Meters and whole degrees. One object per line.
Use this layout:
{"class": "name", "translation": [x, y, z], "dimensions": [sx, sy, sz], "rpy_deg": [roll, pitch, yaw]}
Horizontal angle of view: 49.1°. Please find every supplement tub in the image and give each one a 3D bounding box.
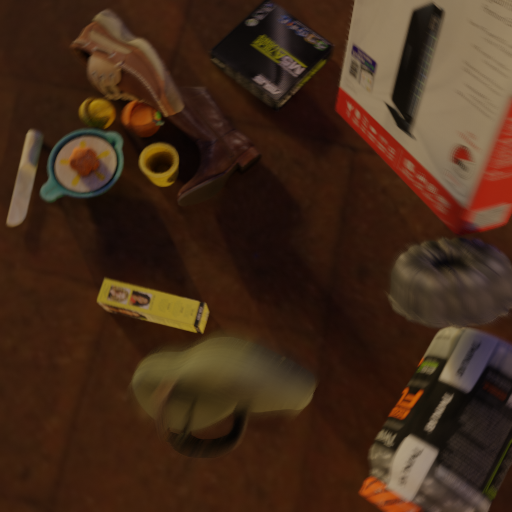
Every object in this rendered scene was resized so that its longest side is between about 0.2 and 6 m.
{"class": "supplement tub", "translation": [2.792, 2.576, 8.060], "dimensions": [1.715, 1.715, 2.799], "rpy_deg": [33, 75, 10]}

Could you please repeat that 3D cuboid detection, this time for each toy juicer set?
{"class": "toy juicer set", "translation": [-3.073, -1.911, 9.911], "dimensions": [3.181, 0.866, 2.024], "rpy_deg": [-15, 73, -4]}

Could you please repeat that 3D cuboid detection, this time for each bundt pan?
{"class": "bundt pan", "translation": [2.506, 0.249, 7.227], "dimensions": [1.614, 1.614, 0.606], "rpy_deg": [-14, 114, -4]}

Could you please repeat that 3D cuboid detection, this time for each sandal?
{"class": "sandal", "translation": [-0.615, 1.670, 6.121], "dimensions": [1.363, 3.433, 0.980], "rpy_deg": [22, 65, -15]}

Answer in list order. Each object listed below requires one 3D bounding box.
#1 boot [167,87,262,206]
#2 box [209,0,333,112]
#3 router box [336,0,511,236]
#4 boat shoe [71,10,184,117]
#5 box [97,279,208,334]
{"class": "boot", "translation": [-1.178, -2.051, 10.062], "dimensions": [1.864, 0.642, 2.000], "rpy_deg": [-35, 79, -24]}
{"class": "box", "translation": [0.299, -3.883, 10.764], "dimensions": [1.747, 0.415, 1.687], "rpy_deg": [41, 74, 12]}
{"class": "router box", "translation": [2.477, -2.614, 7.605], "dimensions": [0.863, 3.172, 3.535], "rpy_deg": [-13, 45, -18]}
{"class": "boat shoe", "translation": [-2.344, -3.230, 9.955], "dimensions": [1.125, 1.187, 3.134], "rpy_deg": [-38, 52, -7]}
{"class": "box", "translation": [-1.671, 0.838, 9.181], "dimensions": [1.711, 0.644, 0.429], "rpy_deg": [12, 72, 5]}
